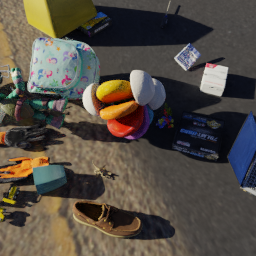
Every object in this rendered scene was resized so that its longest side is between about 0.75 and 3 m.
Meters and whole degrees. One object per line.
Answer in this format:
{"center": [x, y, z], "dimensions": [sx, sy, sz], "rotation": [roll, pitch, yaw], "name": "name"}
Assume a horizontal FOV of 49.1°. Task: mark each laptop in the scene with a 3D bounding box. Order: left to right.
{"center": [4.084, 0.923, 8.208], "dimensions": [2.096, 1.215, 1.963], "rotation": [28, 60, 19], "name": "laptop"}

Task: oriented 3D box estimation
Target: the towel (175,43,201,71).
{"center": [2.410, -2.861, 11.255], "dimensions": [0.715, 0.116, 0.974], "rotation": [45, 79, -4], "name": "towel"}

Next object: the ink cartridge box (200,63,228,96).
{"center": [3.261, -1.835, 10.617], "dimensions": [0.843, 0.484, 1.161], "rotation": [16, 56, 11], "name": "ink cartridge box"}

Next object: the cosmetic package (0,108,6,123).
{"center": [-4.955, -0.593, 9.624], "dimensions": [1.205, 0.648, 0.511], "rotation": [10, 60, 9], "name": "cosmetic package"}

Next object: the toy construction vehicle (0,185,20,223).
{"center": [-3.683, 2.115, 7.930], "dimensions": [0.932, 0.377, 1.071], "rotation": [14, 58, -3], "name": "toy construction vehicle"}

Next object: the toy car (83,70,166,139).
{"center": [0.002, -0.572, 8.709], "dimensions": [2.169, 2.479, 1.859], "rotation": [-14, 81, 23], "name": "toy car"}

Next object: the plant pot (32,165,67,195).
{"center": [-2.275, 1.466, 8.223], "dimensions": [0.872, 0.617, 0.616], "rotation": [-11, 55, -16], "name": "plant pot"}

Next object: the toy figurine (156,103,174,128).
{"center": [1.160, -0.318, 9.482], "dimensions": [0.583, 0.513, 0.973], "rotation": [-29, 32, 30], "name": "toy figurine"}

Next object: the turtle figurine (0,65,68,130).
{"center": [-3.302, -0.824, 9.000], "dimensions": [2.581, 1.932, 1.299], "rotation": [18, 61, -6], "name": "turtle figurine"}

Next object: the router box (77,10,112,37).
{"center": [-1.563, -4.793, 12.811], "dimensions": [1.020, 0.349, 1.368], "rotation": [38, 63, 24], "name": "router box"}

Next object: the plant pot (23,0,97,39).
{"center": [-3.150, -5.712, 12.154], "dimensions": [2.421, 2.136, 2.421], "rotation": [-41, 57, -22], "name": "plant pot"}

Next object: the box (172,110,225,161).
{"center": [2.333, 0.215, 9.218], "dimensions": [1.471, 0.365, 1.460], "rotation": [16, 57, 13], "name": "box"}

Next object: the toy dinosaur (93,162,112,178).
{"center": [-0.875, 1.320, 8.586], "dimensions": [0.750, 0.218, 0.379], "rotation": [31, 44, 12], "name": "toy dinosaur"}

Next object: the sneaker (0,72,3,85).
{"center": [-5.844, -1.373, 9.998], "dimensions": [1.111, 1.081, 2.790], "rotation": [33, 61, 31], "name": "sneaker"}

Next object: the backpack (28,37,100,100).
{"center": [-2.192, -2.052, 9.825], "dimensions": [2.392, 1.801, 2.124], "rotation": [8, 90, -4], "name": "backpack"}

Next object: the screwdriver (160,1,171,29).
{"center": [1.869, -5.402, 13.302], "dimensions": [0.312, 0.299, 2.146], "rotation": [33, 54, -15], "name": "screwdriver"}

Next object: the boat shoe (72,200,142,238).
{"center": [-0.581, 2.401, 7.485], "dimensions": [1.957, 0.661, 0.704], "rotation": [13, 56, 9], "name": "boat shoe"}

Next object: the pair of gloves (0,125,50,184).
{"center": [-3.416, 0.771, 8.915], "dimensions": [1.851, 0.257, 2.077], "rotation": [-10, 52, -6], "name": "pair of gloves"}
